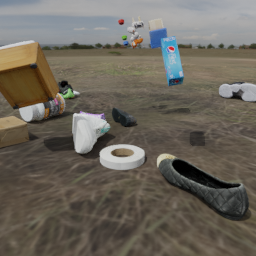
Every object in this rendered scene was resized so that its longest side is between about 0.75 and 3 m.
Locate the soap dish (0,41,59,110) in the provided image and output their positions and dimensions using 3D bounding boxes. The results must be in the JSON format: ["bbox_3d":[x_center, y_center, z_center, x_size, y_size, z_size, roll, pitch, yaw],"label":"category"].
[{"bbox_3d":[-3.021,-1.428,8.075,1.607,2.042,0.830,-13,60,-3],"label":"soap dish"}]

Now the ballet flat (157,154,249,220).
[{"bbox_3d":[1.684,1.141,6.681,0.935,0.799,2.814,-11,21,-30],"label":"ballet flat"}]

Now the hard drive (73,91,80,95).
[{"bbox_3d":[-3.493,-2.235,17.894,0.504,0.100,0.764,-13,23,-35],"label":"hard drive"}]

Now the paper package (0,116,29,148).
[{"bbox_3d":[-4.357,0.118,9.942,1.257,0.682,1.319,-17,25,-41],"label":"paper package"}]

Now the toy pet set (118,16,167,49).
[{"bbox_3d":[0.654,-3.630,11.520,1.840,1.047,1.971,-10,-11,5],"label":"toy pet set"}]

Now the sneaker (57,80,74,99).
[{"bbox_3d":[-3.895,-2.453,17.122,0.908,0.991,2.366,-13,22,-34],"label":"sneaker"}]

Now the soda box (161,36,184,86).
[{"bbox_3d":[1.280,-1.952,8.167,0.440,1.370,0.465,-8,-18,5],"label":"soda box"}]

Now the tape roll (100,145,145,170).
[{"bbox_3d":[-0.166,0.852,8.429,1.367,0.250,1.367,-1,18,0],"label":"tape roll"}]

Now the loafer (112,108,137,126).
[{"bbox_3d":[-0.209,-0.470,12.037,0.560,0.564,1.548,-1,26,-31],"label":"loafer"}]

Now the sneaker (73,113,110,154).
[{"bbox_3d":[-1.227,0.051,9.666,1.296,1.102,2.930,2,16,-13],"label":"sneaker"}]

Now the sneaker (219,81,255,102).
[{"bbox_3d":[6.851,-2.226,16.392,2.660,1.004,1.514,14,25,43],"label":"sneaker"}]

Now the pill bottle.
[{"bbox_3d":[-3.788,-0.930,12.475,1.068,1.068,1.836,12,22,31],"label":"pill bottle"}]

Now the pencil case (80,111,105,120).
[{"bbox_3d":[-1.531,-0.427,11.893,1.126,0.481,0.472,7,17,18],"label":"pencil case"}]
